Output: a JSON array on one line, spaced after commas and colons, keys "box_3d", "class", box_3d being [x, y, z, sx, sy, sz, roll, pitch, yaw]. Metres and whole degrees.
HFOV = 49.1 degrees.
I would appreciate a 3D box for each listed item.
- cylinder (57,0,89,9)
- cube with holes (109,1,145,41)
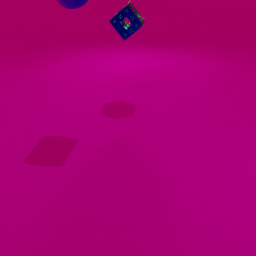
[{"box_3d": [-1.385, -3.403, 6.421, 0.936, 0.936, 0.936, 5, -8, 8], "class": "cylinder"}, {"box_3d": [-0.016, -3.188, 8.340, 0.720, 0.720, 0.720, -33, 22, 25], "class": "cube with holes"}]
